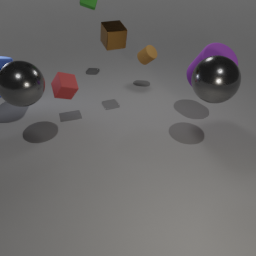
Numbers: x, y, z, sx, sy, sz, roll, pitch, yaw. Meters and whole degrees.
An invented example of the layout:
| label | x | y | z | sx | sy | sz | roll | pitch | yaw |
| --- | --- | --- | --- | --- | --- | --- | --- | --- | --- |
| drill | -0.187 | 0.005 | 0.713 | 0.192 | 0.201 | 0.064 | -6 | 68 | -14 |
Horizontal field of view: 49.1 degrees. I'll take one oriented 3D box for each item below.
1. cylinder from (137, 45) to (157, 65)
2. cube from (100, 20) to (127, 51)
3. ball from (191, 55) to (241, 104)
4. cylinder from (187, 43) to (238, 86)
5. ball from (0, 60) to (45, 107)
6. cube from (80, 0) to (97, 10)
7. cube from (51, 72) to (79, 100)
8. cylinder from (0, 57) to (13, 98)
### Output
| label | x | y | z | sx | sy | sz | roll | pitch | yaw |
| --- | --- | --- | --- | --- | --- | --- | --- | --- | --- |
| cylinder | 0.916 | -3.470 | 13.318 | 0.700 | 0.700 | 0.700 | -25 | 8 | 48 |
| cube | -0.494 | -3.150 | 9.520 | 0.700 | 0.700 | 0.700 | -13 | 50 | -19 |
| ball | 2.589 | -1.425 | 8.273 | 1.400 | 1.400 | 1.400 | 0 | 33 | 0 |
| cylinder | 3.100 | -2.204 | 10.449 | 1.400 | 1.400 | 1.400 | 3 | 74 | -11 |
| ball | -3.264 | -1.345 | 8.563 | 1.400 | 1.400 | 1.400 | 0 | 33 | 0 |
| cube | -1.716 | -5.738 | 12.421 | 0.700 | 0.700 | 0.700 | 15 | 11 | -11 |
| cube | -2.358 | -1.562 | 10.431 | 0.700 | 0.700 | 0.700 | 3 | 57 | -38 |
| cylinder | -5.089 | -1.959 | 10.608 | 1.400 | 1.400 | 1.400 | 4 | 17 | -1 |
